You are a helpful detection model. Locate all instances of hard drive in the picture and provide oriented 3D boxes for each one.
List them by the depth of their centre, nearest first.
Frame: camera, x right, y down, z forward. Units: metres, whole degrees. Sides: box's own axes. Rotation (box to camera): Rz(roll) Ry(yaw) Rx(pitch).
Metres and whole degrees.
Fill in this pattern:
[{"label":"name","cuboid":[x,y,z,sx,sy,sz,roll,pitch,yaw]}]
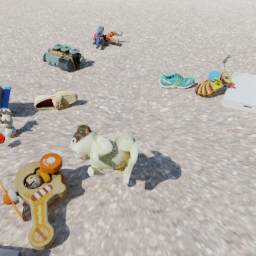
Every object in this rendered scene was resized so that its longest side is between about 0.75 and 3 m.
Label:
[{"label":"hard drive","cuboid":[4.759,-1.383,10.802,1.751,0.349,2.655,15,38,21]}]

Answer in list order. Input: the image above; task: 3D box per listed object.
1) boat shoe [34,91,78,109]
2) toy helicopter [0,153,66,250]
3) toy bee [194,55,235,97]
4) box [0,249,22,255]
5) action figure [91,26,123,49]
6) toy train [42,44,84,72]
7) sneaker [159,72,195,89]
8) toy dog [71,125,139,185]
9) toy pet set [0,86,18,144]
[{"label":"boat shoe","cuboid":[-2.571,-0.918,9.993,1.559,0.575,0.539,-10,37,2]},{"label":"toy helicopter","cuboid":[-2.063,1.602,6.133,1.448,0.863,2.189,-7,44,-16]},{"label":"toy bee","cuboid":[3.486,-1.772,10.615,1.014,1.866,1.221,47,21,12]},{"label":"box","cuboid":[-3.026,2.790,4.620,2.078,0.530,1.639,3,36,5]},{"label":"action figure","cuboid":[-1.260,-4.829,15.606,1.720,0.930,1.778,2,59,15]},{"label":"toy train","cuboid":[-3.072,-3.305,13.189,2.083,0.888,1.187,21,49,28]},{"label":"sneaker","cuboid":[2.012,-1.946,11.398,1.478,0.589,0.573,-2,35,-4]},{"label":"toy dog","cuboid":[-0.543,0.419,6.199,1.434,1.000,1.390,13,47,-7]},{"label":"toy pet set","cuboid":[-4.707,-0.329,8.979,2.447,1.299,2.284,-2,69,3]}]
